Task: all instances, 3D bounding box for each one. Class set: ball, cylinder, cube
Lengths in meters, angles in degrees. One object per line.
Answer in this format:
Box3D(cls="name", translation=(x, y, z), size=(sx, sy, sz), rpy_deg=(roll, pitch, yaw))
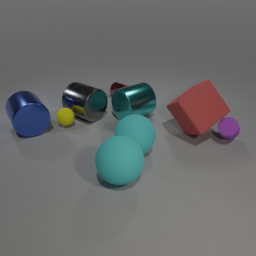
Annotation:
Box3D(cls="ball", translation=(0.230, 0.242, 9.473), size=(1.400, 1.400, 1.400), rpy_deg=(0, 30, 0))
Box3D(cls="cylinder", translation=(-3.904, -0.572, 10.901), size=(1.400, 1.400, 1.400), rpy_deg=(-16, 33, -26))
Box3D(cls="cylinder", translation=(3.661, 0.008, 10.149), size=(0.700, 0.700, 0.700), rpy_deg=(17, -2, 27))
Box3D(cls="cube", translation=(2.515, -0.710, 10.225), size=(1.400, 1.400, 1.400), rpy_deg=(-37, 5, -9))
Box3D(cls="ball", translation=(-0.242, 0.920, 8.050), size=(1.400, 1.400, 1.400), rpy_deg=(0, 30, 0))
Box3D(cls="cylinder", translation=(0.239, -1.097, 11.823), size=(1.400, 1.400, 1.400), rpy_deg=(-20, 36, -32))
Box3D(cls="cylinder", translation=(-0.413, -1.856, 13.868), size=(0.700, 0.700, 0.700), rpy_deg=(25, 38, 37))
Box3D(cls="cylinder", translation=(-1.821, -1.117, 11.854), size=(1.400, 1.400, 1.400), rpy_deg=(21, 36, 32))
Box3D(cls="ball", translation=(-2.511, -0.456, 11.245), size=(0.700, 0.700, 0.700), rpy_deg=(0, 30, 0))
